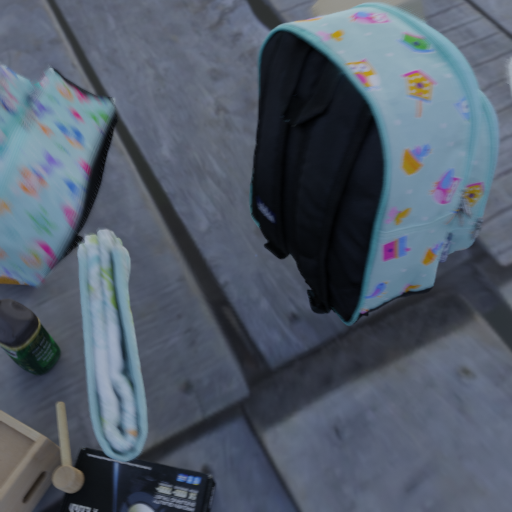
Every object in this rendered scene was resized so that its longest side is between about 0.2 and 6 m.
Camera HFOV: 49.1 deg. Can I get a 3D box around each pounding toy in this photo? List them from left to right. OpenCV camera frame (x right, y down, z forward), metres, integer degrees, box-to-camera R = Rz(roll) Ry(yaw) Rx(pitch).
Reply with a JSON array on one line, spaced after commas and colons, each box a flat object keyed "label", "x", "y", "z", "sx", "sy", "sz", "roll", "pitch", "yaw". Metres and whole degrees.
[{"label": "pounding toy", "x": -3.171, "y": 2.967, "z": 8.022, "sx": 1.924, "sy": 0.880, "sz": 1.690, "roll": 17, "pitch": 58, "yaw": 25}]

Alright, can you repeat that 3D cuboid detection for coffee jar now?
[{"label": "coffee jar", "x": -3.646, "y": 1.278, "z": 8.753, "sx": 0.779, "sy": 1.493, "sz": 0.637, "roll": 26, "pitch": 62, "yaw": 14}]

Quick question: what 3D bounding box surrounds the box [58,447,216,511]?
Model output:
[{"label": "box", "x": -1.690, "y": 3.707, "z": 7.760, "sx": 1.956, "sy": 0.842, "sz": 1.602, "roll": 11, "pitch": 62, "yaw": 6}]

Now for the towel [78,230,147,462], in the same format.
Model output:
[{"label": "towel", "x": -1.651, "y": 1.035, "z": 6.574, "sx": 0.571, "sy": 2.030, "sz": 2.371, "roll": -5, "pitch": 81, "yaw": -12}]

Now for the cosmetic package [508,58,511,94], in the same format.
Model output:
[{"label": "cosmetic package", "x": 4.180, "y": -2.168, "z": 7.683, "sx": 1.175, "sy": 0.403, "sz": 1.558, "roll": 4, "pitch": 62, "yaw": 7}]

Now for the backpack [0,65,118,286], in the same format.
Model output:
[{"label": "backpack", "x": -2.892, "y": -0.959, "z": 7.091, "sx": 1.859, "sy": 2.192, "sz": 2.469, "roll": 18, "pitch": 51, "yaw": -28}]

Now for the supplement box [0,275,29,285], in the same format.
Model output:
[{"label": "supplement box", "x": -4.353, "y": 0.321, "z": 9.998, "sx": 0.885, "sy": 0.304, "sz": 0.294, "roll": 1, "pitch": 58, "yaw": 4}]

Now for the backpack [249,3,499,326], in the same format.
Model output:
[{"label": "backpack", "x": 1.486, "y": -1.414, "z": 7.740, "sx": 2.904, "sy": 3.788, "sz": 3.330, "roll": -24, "pitch": 50, "yaw": -13}]

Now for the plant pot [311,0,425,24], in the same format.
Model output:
[{"label": "plant pot", "x": 1.882, "y": -3.794, "z": 9.507, "sx": 1.468, "sy": 1.656, "sz": 1.658, "roll": -23, "pitch": 54, "yaw": 9}]
